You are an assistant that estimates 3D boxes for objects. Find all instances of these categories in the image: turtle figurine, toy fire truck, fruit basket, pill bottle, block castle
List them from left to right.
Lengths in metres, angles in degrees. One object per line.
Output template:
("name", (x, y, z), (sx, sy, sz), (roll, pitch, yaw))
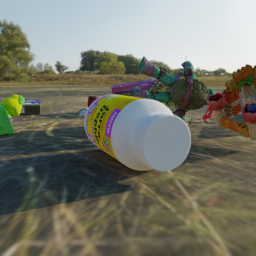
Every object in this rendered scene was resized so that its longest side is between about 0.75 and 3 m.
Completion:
("fruit basket", (-3.336, -0.359, 7.663), (1.268, 0.914, 1.268), (-11, 19, 4))
("toy fire truck", (-0.401, -0.940, 11.404), (1.736, 0.600, 2.462), (-4, 12, -33))
("pill bottle", (0.082, 0.040, 4.889), (1.164, 1.164, 2.233), (-5, 11, -25))
("turtle figurine", (1.452, -0.990, 7.570), (2.527, 1.892, 1.272), (13, -3, -10))
("block castle", (3.122, -0.821, 6.448), (2.305, 1.081, 1.540), (-30, 29, -15))

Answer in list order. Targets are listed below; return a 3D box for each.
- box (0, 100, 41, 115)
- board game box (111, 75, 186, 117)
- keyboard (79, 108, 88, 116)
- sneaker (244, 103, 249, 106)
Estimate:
("box", (-4.732, -0.958, 12.285), (1.748, 0.468, 2.886), (-3, 10, -17))
("board game box", (0.610, -0.815, 8.407), (2.096, 1.258, 0.338), (-5, 25, 21))
("keyboard", (-1.431, -0.778, 12.249), (0.828, 0.157, 2.941), (5, 11, 1))
("sneaker", (5.117, -0.938, 10.995), (0.992, 0.853, 2.344), (8, 14, 27))
